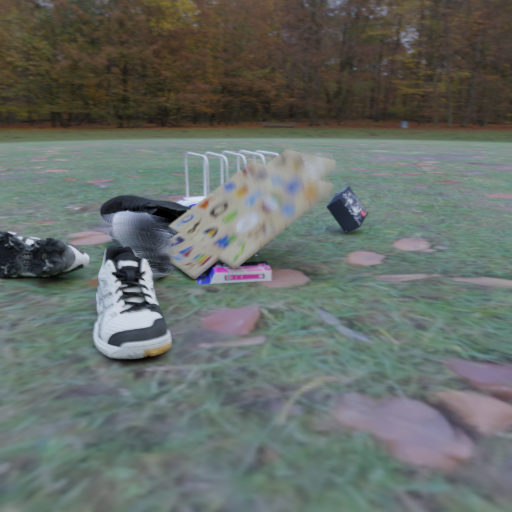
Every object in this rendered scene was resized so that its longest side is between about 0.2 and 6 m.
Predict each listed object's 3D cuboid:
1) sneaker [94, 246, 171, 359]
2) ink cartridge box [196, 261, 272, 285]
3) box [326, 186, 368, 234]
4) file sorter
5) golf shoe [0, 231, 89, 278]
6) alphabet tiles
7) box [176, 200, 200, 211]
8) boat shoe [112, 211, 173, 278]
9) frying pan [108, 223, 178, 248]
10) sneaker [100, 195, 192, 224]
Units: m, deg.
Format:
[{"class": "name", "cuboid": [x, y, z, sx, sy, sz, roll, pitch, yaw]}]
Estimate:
[{"class": "sneaker", "cuboid": [-1.837, 0.557, 7.806, 0.954, 1.105, 2.522, -5, 18, -23]}, {"class": "ink cartridge box", "cuboid": [-0.423, 0.310, 10.357, 1.360, 0.252, 0.644, -5, 16, -8]}, {"class": "box", "cuboid": [2.268, -1.135, 13.885, 0.459, 0.883, 0.804, -30, 13, 38]}, {"class": "file sorter", "cuboid": [-0.717, -2.402, 17.530, 2.662, 1.658, 1.847, -8, 18, -28]}, {"class": "golf shoe", "cuboid": [-4.166, 0.050, 10.543, 2.241, 0.871, 1.059, 8, -2, 27]}, {"class": "alphabet tiles", "cuboid": [-0.230, -0.968, 11.356, 3.680, 0.117, 3.062, -40, 32, -15]}, {"class": "box", "cuboid": [-1.905, -1.314, 15.865, 0.803, 0.422, 0.739, 10, 19, 30]}, {"class": "boat shoe", "cuboid": [-1.764, -0.183, 9.734, 0.643, 1.896, 0.680, -4, 59, 15]}, {"class": "frying pan", "cuboid": [-2.268, -0.328, 12.251, 1.658, 0.446, 2.741, -9, 19, -25]}, {"class": "sneaker", "cuboid": [-2.691, -1.063, 14.183, 2.728, 0.819, 1.423, 3, 11, -3]}]
